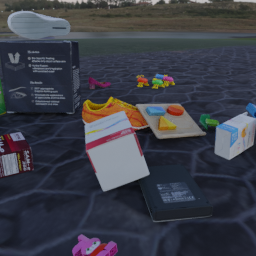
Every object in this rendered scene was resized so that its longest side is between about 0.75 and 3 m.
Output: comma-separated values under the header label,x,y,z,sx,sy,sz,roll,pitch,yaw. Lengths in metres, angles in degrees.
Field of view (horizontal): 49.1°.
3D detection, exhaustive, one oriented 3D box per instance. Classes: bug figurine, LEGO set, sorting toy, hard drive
label,x,y,z,sx,sy,sz,roll,pitch,yaw
bug figurine,1.478,-2.471,14.444,1.993,0.513,1.545,-19,29,-39
LEGO set,-0.891,1.977,3.247,0.682,0.634,1.662,13,32,37
sorting toy,1.634,-0.343,8.700,2.416,0.356,1.786,-3,37,-26
hard drive,0.844,1.211,5.575,1.089,0.257,1.561,-3,22,-8

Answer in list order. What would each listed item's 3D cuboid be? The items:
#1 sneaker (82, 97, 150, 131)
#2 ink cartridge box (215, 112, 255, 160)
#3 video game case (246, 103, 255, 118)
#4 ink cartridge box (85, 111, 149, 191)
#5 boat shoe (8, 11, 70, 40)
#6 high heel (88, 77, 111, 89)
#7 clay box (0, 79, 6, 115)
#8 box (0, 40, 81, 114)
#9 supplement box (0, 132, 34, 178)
label,x,y,z,sx,sy,sz,roll,pitch,yaw
sneaker,-0.235,-0.471,8.864,2.520,0.972,0.920,2,21,2
ink cartridge box,2.888,0.166,7.309,1.388,0.799,0.471,-22,30,-32
video game case,4.211,0.249,7.012,1.955,0.243,2.731,25,23,-3
ink cartridge box,-0.291,0.435,6.137,1.039,1.044,1.437,-21,24,-2
boat shoe,-3.170,-3.537,9.793,0.792,0.872,2.372,22,21,34
high heel,-1.386,-2.307,13.920,1.233,0.593,0.416,-17,28,-37
clay box,-5.631,-1.313,10.374,2.403,1.381,0.572,10,24,26
box,-3.072,-1.891,10.219,2.460,2.502,1.469,1,17,2
supplement box,-3.329,0.716,6.318,2.061,0.628,1.122,-12,25,-30
